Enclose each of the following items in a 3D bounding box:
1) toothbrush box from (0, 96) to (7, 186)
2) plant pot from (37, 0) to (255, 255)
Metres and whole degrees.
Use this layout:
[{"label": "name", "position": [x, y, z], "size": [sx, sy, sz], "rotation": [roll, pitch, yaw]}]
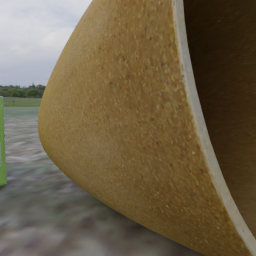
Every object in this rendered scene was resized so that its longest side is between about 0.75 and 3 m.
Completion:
[{"label": "toothbrush box", "position": [-2.173, 0.142, 2.148], "size": [1.389, 0.821, 1.907], "rotation": [4, 8, 42]}, {"label": "plant pot", "position": [0.164, -0.139, 1.848], "size": [1.710, 1.710, 1.835], "rotation": [-5, -4, -42]}]
